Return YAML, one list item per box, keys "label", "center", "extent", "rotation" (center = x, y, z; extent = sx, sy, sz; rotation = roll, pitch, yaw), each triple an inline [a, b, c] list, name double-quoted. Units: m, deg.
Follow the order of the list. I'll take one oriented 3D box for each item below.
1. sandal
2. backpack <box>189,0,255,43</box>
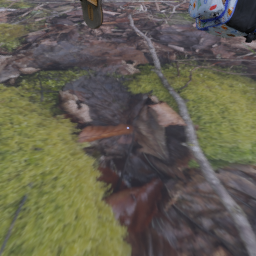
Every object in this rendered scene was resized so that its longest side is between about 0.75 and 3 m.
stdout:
- label: "sandal"
  center: [-1.347, -4.127, 8.586]
  extent: [1.054, 2.580, 0.704]
  rotation: [35, 62, 20]
- label: "backpack"
  center: [2.789, -3.670, 7.952]
  extent: [1.877, 2.436, 2.320]
  rotation: [19, 5, -8]
